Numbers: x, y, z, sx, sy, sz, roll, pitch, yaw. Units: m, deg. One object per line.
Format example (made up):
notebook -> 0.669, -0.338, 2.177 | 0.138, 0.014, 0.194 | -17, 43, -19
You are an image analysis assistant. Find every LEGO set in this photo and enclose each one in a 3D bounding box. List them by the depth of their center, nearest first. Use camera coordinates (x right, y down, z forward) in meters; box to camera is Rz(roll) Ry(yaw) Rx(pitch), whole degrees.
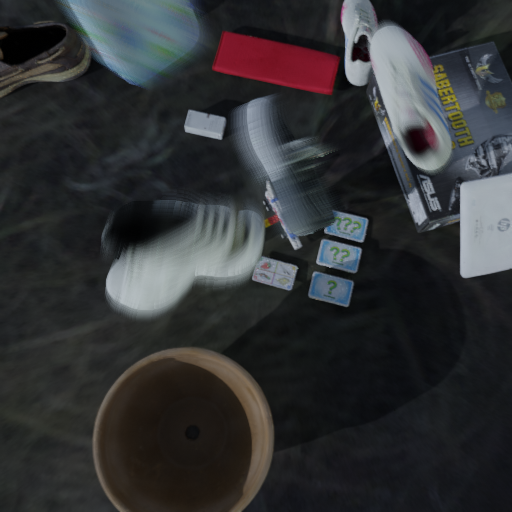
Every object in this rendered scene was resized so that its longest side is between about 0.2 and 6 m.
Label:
LEGO set -> 0.806, -0.279, 11.053 | 2.597, 0.637, 1.940 | 16, 73, 4

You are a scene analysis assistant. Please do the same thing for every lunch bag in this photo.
lunch bag -> -1.984, -4.053, 9.092 | 1.725, 2.146, 0.885 | -39, 50, -7

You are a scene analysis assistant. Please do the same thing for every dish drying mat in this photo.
dish drying mat -> 0.443, -4.177, 12.167 | 2.641, 0.240, 1.014 | 13, 76, 4

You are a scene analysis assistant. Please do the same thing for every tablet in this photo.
tablet -> 4.536, -0.571, 10.767 | 1.275, 0.134, 1.960 | -11, 113, -6

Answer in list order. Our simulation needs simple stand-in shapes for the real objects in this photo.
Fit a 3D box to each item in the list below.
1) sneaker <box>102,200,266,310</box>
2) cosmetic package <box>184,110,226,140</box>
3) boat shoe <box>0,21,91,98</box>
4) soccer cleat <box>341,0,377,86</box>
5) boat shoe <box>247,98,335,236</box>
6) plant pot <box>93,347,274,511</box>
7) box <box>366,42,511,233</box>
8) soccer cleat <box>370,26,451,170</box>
sneaker -> -1.658, -0.124, 8.230 | 3.316, 1.908, 1.251 | -21, 64, 39
cosmetic package -> -1.070, -2.759, 11.790 | 0.802, 0.297, 0.408 | 12, 77, 2
boat shoe -> -5.268, -4.199, 11.626 | 3.451, 1.265, 1.286 | -17, 77, -4
soccer cleat -> 2.271, -4.762, 11.917 | 0.790, 0.976, 2.261 | -1, 76, 0
boat shoe -> 0.595, -1.459, 8.834 | 0.785, 0.848, 2.297 | -17, 94, 35
plant pot -> -1.200, 3.138, 9.818 | 2.985, 1.378, 2.985 | 0, 77, -1
box -> 4.081, -2.428, 11.430 | 2.681, 0.818, 3.385 | -15, 77, -3
soccer cleat -> 2.282, -2.370, 8.309 | 0.799, 0.988, 2.288 | -23, 92, 33
